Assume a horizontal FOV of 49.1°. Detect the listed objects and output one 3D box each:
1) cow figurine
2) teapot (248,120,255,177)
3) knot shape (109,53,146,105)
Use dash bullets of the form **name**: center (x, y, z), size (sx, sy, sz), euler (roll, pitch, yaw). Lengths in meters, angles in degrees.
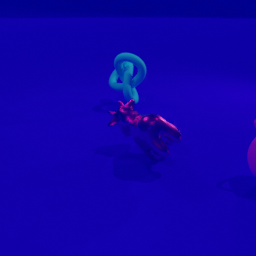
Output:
- **cow figurine**: center (0.309, -0.046, 6.566), size (0.957, 1.715, 1.743), euler (-47, -3, -10)
- **teapot**: center (3.070, 0.661, 5.463), size (1.238, 1.991, 0.975), euler (-33, -8, 12)
- **knot shape**: center (-0.009, -1.894, 10.025), size (0.862, 1.746, 1.866), euler (-12, 56, -25)
